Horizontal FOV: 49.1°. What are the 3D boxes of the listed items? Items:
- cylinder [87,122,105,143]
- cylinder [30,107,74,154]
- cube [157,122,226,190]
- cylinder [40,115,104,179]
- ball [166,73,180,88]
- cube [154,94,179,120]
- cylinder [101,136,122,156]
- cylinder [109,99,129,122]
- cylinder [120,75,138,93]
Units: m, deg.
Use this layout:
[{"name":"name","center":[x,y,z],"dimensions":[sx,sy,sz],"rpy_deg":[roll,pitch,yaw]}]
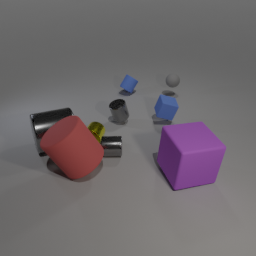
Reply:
[{"name":"cylinder","center":[-1.264,0.222,10.369],"dimensions":[0.700,0.700,0.700],"rpy_deg":[6,31,10]},{"name":"cylinder","center":[-2.621,0.072,9.918],"dimensions":[1.400,1.400,1.400],"rpy_deg":[-13,32,-21]},{"name":"cube","center":[1.845,0.800,8.487],"dimensions":[1.400,1.400,1.400],"rpy_deg":[-6,35,-17]},{"name":"cylinder","center":[-1.672,0.579,8.505],"dimensions":[1.400,1.400,1.400],"rpy_deg":[-24,31,16]},{"name":"ball","center":[2.211,-2.348,13.822],"dimensions":[0.700,0.700,0.700],"rpy_deg":[0,30,0]},{"name":"cube","center":[1.557,-0.839,11.426],"dimensions":[0.700,0.700,0.700],"rpy_deg":[12,35,-14]},{"name":"cylinder","center":[-0.556,0.627,9.665],"dimensions":[0.700,0.700,0.700],"rpy_deg":[0,30,-1]},{"name":"cylinder","center":[-0.359,-0.718,11.530],"dimensions":[0.700,0.700,0.700],"rpy_deg":[-10,40,9]},{"name":"cylinder","center":[0.051,-2.250,14.253],"dimensions":[0.700,0.700,0.700],"rpy_deg":[31,7,-4]}]
